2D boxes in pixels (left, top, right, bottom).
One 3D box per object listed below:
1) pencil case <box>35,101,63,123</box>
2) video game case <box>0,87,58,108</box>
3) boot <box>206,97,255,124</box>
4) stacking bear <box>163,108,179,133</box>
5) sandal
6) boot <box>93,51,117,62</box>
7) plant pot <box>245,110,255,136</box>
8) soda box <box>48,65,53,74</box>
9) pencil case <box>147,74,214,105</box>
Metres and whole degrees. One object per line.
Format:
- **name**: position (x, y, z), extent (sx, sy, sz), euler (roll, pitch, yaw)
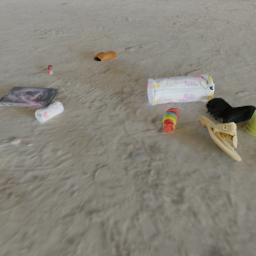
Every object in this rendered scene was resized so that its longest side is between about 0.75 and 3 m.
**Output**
- **pencil case**: position (-3.318, -0.690, 11.832), extent (1.215, 0.505, 0.551), euler (-35, 87, -42)
- **video game case**: position (-4.703, -1.499, 13.354), extent (2.321, 0.220, 1.658), euler (4, 34, 5)
- **boot**: position (4.332, -0.813, 11.885), extent (1.771, 0.655, 1.452), euler (-20, 42, -16)
- **stacking bear**: position (1.684, -0.253, 11.202), extent (0.594, 0.635, 1.045), euler (5, 40, 16)
- **sandal**: position (3.463, 0.060, 10.138), extent (0.950, 0.852, 2.591), euler (25, 22, -27)
- **boot**: position (-1.434, -4.488, 17.560), extent (1.340, 0.514, 1.040), euler (13, 36, 19)
- **plant pot**: position (5.200, -0.298, 10.844), extent (1.017, 0.935, 1.017), euler (3, 33, -2)
- **soda box**: position (-4.451, -3.345, 16.065), extent (0.244, 0.270, 0.771), euler (-8, 35, -12)
- **pencil case**: position (2.356, -1.722, 12.734), extent (2.982, 1.239, 1.352), euler (-4, 23, -5)
